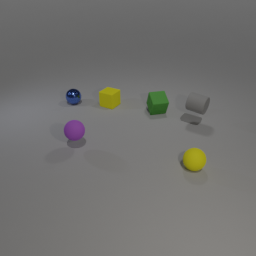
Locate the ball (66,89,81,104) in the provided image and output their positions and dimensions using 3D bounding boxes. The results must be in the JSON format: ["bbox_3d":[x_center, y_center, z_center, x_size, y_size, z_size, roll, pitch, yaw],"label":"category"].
[{"bbox_3d":[-2.450,-1.420,12.592,0.700,0.700,0.700,0,30,0],"label":"ball"}]

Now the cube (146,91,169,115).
[{"bbox_3d":[1.237,-1.055,11.765,0.700,0.700,0.700,-7,56,-12],"label":"cube"}]

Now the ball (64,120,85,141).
[{"bbox_3d":[-1.787,0.078,9.350,0.700,0.700,0.700,0,30,0],"label":"ball"}]

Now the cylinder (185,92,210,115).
[{"bbox_3d":[2.644,-0.936,10.625,0.700,0.700,0.700,23,37,26],"label":"cylinder"}]

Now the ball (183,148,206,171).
[{"bbox_3d":[2.024,0.954,8.525,0.700,0.700,0.700,0,30,0],"label":"ball"}]

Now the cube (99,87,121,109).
[{"bbox_3d":[-0.803,-1.337,12.461,0.700,0.700,0.700,16,34,26],"label":"cube"}]
